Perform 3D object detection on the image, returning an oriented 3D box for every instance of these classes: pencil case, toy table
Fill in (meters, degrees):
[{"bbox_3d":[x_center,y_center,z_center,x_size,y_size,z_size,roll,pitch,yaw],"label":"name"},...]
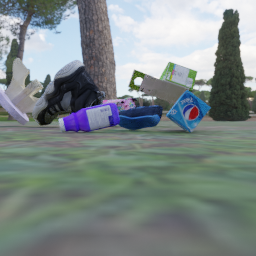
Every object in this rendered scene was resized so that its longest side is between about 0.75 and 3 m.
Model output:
[{"bbox_3d":[-0.915,-0.594,10.283,2.498,1.092,1.092,0,1,25],"label":"pencil case"},{"bbox_3d":[-4.118,-1.292,11.119,1.598,2.509,2.729,-40,25,-9],"label":"toy table"}]

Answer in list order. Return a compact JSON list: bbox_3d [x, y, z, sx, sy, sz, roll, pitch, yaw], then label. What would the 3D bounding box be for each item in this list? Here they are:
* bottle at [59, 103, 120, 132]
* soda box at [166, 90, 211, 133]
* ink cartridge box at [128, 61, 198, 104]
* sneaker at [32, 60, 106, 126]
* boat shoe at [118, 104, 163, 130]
[{"bbox_3d":[-0.742,-0.162,5.382,1.127,0.471,0.368,-14,7,-11],"label":"bottle"},{"bbox_3d":[1.200,-0.327,5.881,0.562,0.595,1.753,37,5,4],"label":"soda box"},{"bbox_3d":[1.275,-1.857,10.821,2.259,0.856,1.669,19,-17,-3],"label":"ink cartridge box"},{"bbox_3d":[-1.865,-0.616,8.895,2.955,1.681,1.115,-45,0,38],"label":"sneaker"},{"bbox_3d":[0.261,-0.244,6.325,1.354,0.465,0.570,4,-39,42],"label":"boat shoe"}]
